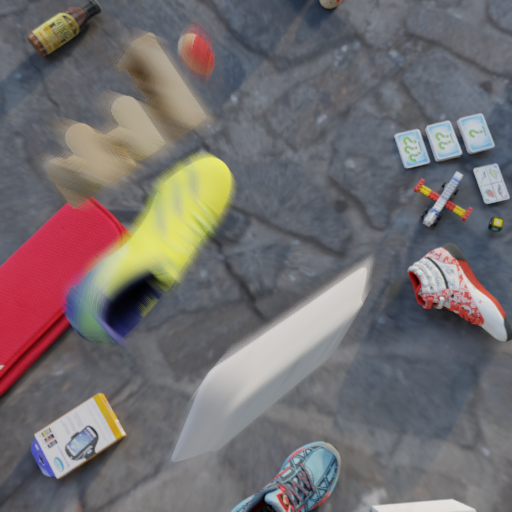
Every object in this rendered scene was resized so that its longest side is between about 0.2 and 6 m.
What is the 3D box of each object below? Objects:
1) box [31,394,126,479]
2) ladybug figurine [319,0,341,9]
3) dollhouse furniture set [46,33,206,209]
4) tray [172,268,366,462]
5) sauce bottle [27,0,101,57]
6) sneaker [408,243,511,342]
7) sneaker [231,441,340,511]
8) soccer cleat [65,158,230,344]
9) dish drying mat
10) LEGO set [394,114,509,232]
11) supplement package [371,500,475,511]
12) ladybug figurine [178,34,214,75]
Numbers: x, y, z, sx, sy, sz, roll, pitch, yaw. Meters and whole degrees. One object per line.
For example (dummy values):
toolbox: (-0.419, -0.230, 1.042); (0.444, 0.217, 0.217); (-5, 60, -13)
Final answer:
box: (-3.096, 3.135, 9.651); (1.446, 0.300, 0.861); (-32, 77, -6)
ladybug figurine: (1.651, -5.721, 12.145); (0.503, 0.266, 0.741); (20, 75, 5)
dollhouse furniture set: (-1.937, -1.832, 7.588); (2.047, 1.881, 1.332); (-40, 103, -23)
tray: (0.367, 1.362, 7.109); (0.357, 1.731, 3.223); (39, 41, 22)
sauce bottle: (-4.003, -4.847, 11.766); (1.629, 0.538, 0.538); (-42, 78, -9)
sneaker: (3.595, 0.847, 10.097); (1.092, 0.680, 2.037); (-28, 73, -6)
sneaker: (0.517, 3.937, 8.989); (2.312, 1.104, 0.917); (-40, 78, -10)
soccer cleat: (-1.079, -0.072, 6.758); (1.171, 0.905, 2.799); (15, 59, 48)
dish drying mat: (-4.210, 0.874, 10.211); (1.739, 0.412, 4.528); (40, 78, 11)
LEGO set: (3.915, -1.553, 10.834); (1.834, 0.603, 2.455); (-13, 75, 0)
supplement package: (2.676, 4.528, 8.841); (1.400, 1.063, 1.055); (-4, 74, -1)
ladybug figurine: (-0.915, -3.179, 8.775); (0.510, 0.270, 0.751); (-29, 82, -38)
